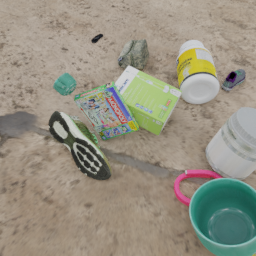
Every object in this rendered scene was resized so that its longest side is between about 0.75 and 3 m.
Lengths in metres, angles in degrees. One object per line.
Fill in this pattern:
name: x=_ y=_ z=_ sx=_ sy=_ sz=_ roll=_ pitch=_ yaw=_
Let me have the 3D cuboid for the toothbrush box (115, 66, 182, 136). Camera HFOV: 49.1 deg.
toothbrush box: x=0.568 y=-1.030 z=10.264 sx=2.254 sy=0.970 sz=1.641 roll=28 pitch=60 yaw=8

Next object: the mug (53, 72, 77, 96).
mug: x=-1.985 y=-1.311 z=8.814 sx=0.502 sy=0.667 sz=0.812 roll=42 pitch=44 yaw=1

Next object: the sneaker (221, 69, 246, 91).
sneaker: x=4.697 y=-2.247 z=12.131 sx=0.598 sy=0.703 sz=1.607 roll=34 pitch=58 yaw=25

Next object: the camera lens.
camera lens: x=3.554 y=0.554 z=8.844 sx=1.611 sy=2.014 sz=1.611 roll=11 pitch=46 yaw=-12

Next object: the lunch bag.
lunch bag: x=0.227 y=-3.380 z=12.947 sx=1.201 sy=0.997 sz=1.432 roll=0 pitch=48 yaw=21

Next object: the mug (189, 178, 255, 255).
mug: x=2.816 y=2.594 z=7.400 sx=1.874 sy=1.410 sz=2.281 roll=-38 pitch=44 yaw=-11

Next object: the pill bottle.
pill bottle: x=2.833 y=-2.440 z=11.751 sx=1.539 sy=1.539 sz=2.748 roll=1 pitch=50 yaw=1

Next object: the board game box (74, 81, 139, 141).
board game box: x=-0.671 y=-0.492 z=9.436 sx=1.407 sy=2.092 sz=0.304 roll=-17 pitch=43 yaw=17

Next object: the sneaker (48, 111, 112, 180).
sneaker: x=-1.382 y=0.460 z=9.651 sx=2.958 sy=1.137 sz=1.310 roll=48 pitch=34 yaw=16

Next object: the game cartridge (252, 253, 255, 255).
game cartridge: x=3.706 y=3.465 z=7.672 sx=1.443 sy=0.265 sz=1.637 roll=9 pitch=50 yaw=7

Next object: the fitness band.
fitness band: x=2.322 y=1.916 z=8.931 sx=1.687 sy=0.316 sz=1.212 roll=0 pitch=50 yaw=2

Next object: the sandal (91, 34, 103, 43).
sandal: x=-1.619 y=-4.682 z=14.492 sx=0.333 sy=0.188 sz=0.877 roll=23 pitch=54 yaw=18
